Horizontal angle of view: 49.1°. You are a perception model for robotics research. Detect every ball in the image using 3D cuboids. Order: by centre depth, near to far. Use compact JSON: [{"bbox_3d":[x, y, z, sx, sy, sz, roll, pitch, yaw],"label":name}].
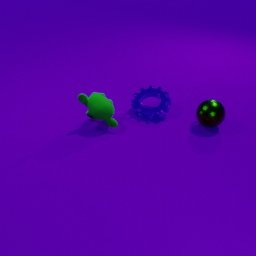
[{"bbox_3d":[2.235,-0.393,7.574,0.778,0.778,0.778,0,35,0],"label":"ball"}]

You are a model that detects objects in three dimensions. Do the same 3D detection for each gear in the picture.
[{"bbox_3d":[0.676,-0.742,8.196,1.147,0.212,1.147,-5,56,7],"label":"gear"}]

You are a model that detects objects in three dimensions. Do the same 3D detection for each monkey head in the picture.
[{"bbox_3d":[-0.834,-0.470,7.570,1.282,0.922,0.772,40,28,-13],"label":"monkey head"}]
